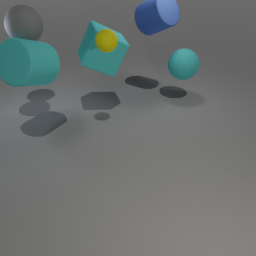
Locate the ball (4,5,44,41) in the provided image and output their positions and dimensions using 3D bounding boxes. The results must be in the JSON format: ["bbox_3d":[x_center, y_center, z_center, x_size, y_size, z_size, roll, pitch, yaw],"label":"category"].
[{"bbox_3d":[-3.929,-3.902,10.602,1.400,1.400,1.400,0,31,0],"label":"ball"}]

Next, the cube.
[{"bbox_3d":[-0.995,-3.071,10.876,1.400,1.400,1.400,16,29,-27],"label":"cube"}]

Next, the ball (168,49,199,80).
[{"bbox_3d":[2.530,-2.906,12.813,1.400,1.400,1.400,0,31,0],"label":"ball"}]

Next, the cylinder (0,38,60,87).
[{"bbox_3d":[-3.118,-2.034,8.804,1.400,1.400,1.400,12,15,20],"label":"cylinder"}]

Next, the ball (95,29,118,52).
[{"bbox_3d":[-0.667,-2.709,8.702,0.700,0.700,0.700,0,31,0],"label":"ball"}]

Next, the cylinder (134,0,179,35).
[{"bbox_3d":[1.232,-4.862,12.017,1.400,1.400,1.400,-27,15,-37],"label":"cylinder"}]
